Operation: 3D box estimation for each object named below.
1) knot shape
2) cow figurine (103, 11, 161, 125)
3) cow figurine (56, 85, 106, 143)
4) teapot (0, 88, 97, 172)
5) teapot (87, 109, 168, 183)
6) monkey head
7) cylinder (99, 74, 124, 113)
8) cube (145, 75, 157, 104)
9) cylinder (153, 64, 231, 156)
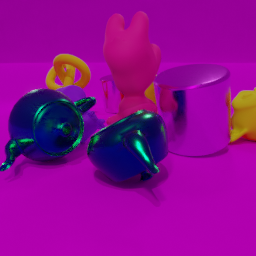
[{"bbox_3d":[-1.887,-1.375,8.907,0.871,1.763,1.884,-17,10,-36],"label":"knot shape"},{"bbox_3d":[0.054,-0.784,4.659,0.938,1.681,1.709,3,-23,20],"label":"cow figurine"},{"bbox_3d":[-1.168,-0.392,6.310,1.557,1.583,0.869,-17,-40,31],"label":"cow figurine"},{"bbox_3d":[-1.334,0.014,4.693,1.001,1.272,2.045,9,40,47],"label":"teapot"},{"bbox_3d":[0.071,0.326,4.012,1.218,0.959,1.959,-28,-1,-9],"label":"teapot"},{"bbox_3d":[2.852,-0.214,5.833,1.856,1.119,1.335,-15,19,-9],"label":"monkey head"},{"bbox_3d":[-0.312,-1.181,9.310,1.104,1.104,1.104,-8,21,3],"label":"cylinder"},{"bbox_3d":[0.612,-0.856,8.077,1.253,1.253,1.253,-3,15,-11],"label":"cube"},{"bbox_3d":[1.248,-0.383,5.381,1.369,1.369,1.369,-9,26,4],"label":"cylinder"}]
